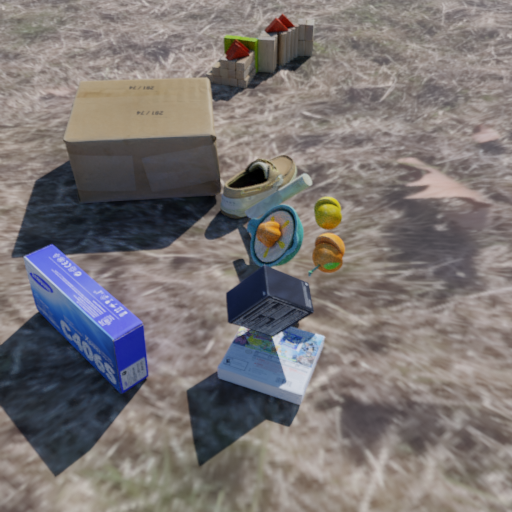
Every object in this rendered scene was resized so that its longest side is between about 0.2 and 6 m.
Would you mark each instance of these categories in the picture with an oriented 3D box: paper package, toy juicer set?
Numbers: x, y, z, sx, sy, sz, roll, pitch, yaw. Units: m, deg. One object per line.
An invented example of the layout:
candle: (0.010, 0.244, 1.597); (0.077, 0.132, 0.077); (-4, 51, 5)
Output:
paper package: (-2.338, -2.566, 12.066); (2.983, 1.543, 2.843); (-4, 42, -4)
toy juicer set: (0.551, -0.539, 9.569); (0.771, 1.801, 2.832); (24, 31, -37)

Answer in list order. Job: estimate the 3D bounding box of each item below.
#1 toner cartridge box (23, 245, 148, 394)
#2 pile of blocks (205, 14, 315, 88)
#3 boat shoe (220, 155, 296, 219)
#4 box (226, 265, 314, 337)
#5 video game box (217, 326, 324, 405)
toner cartridge box: (-2.588, 0.903, 8.461); (2.414, 1.147, 0.521); (33, 45, 32)
pile of blocks: (0.186, -6.293, 16.391); (1.719, 1.301, 4.188); (31, 50, 30)
boat shoe: (0.117, -1.590, 11.572); (0.824, 0.739, 2.227); (25, 48, 25)
box: (0.186, 0.671, 8.160); (0.902, 0.909, 0.560); (22, 45, -36)
video game box: (0.240, 1.519, 8.429); (1.305, 0.306, 1.189); (15, 44, 15)
